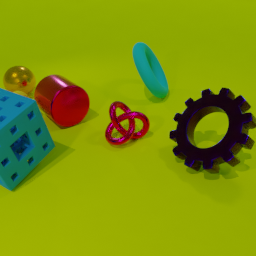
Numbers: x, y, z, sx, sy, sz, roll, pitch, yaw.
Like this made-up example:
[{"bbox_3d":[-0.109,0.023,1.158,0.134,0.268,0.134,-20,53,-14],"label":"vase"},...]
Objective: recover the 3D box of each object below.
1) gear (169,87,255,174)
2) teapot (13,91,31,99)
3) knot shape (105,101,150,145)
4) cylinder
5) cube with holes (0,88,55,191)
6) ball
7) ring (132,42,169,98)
[{"bbox_3d":[1.836,0.033,6.272,0.354,1.912,1.912,29,8,-41],"label":"gear"},{"bbox_3d":[-3.261,-0.517,8.073,0.790,1.004,1.614,-8,30,13],"label":"teapot"},{"bbox_3d":[-0.130,-0.036,7.358,1.223,0.565,1.144,38,77,-1],"label":"knot shape"},{"bbox_3d":[-1.955,-0.829,8.280,1.236,1.236,1.236,-21,36,-31],"label":"cylinder"},{"bbox_3d":[-2.704,0.174,5.975,1.378,1.378,1.378,19,50,26],"label":"cube with holes"},{"bbox_3d":[-3.792,-1.634,9.815,1.087,1.087,1.087,0,30,0],"label":"ball"},{"bbox_3d":[0.804,-1.995,9.689,0.414,2.072,2.072,-25,23,23],"label":"ring"}]
